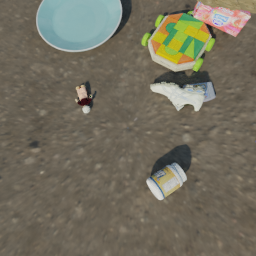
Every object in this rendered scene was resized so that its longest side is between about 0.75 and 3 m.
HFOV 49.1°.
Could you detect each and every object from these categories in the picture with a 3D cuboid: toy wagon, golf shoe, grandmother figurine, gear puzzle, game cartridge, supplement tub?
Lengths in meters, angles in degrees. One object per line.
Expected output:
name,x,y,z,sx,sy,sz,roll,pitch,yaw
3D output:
toy wagon,1.840,-3.136,9.426,2.094,0.534,2.699,29,71,11
golf shoe,1.434,-0.949,8.483,1.699,0.665,0.826,13,100,23
grandmother figurine,-1.349,-0.882,8.663,0.548,0.274,0.903,-20,70,16
gear puzzle,2.366,-3.605,7.497,2.500,1.295,0.327,25,100,33
game cartridge,2.243,-1.104,8.788,0.931,0.193,0.620,-8,64,-3
supplement tub,1.032,1.409,7.479,0.914,0.661,0.661,-32,71,-12

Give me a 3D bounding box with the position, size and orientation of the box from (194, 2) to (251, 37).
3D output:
box,3.088,-3.841,9.269,1.626,0.834,0.770,22,48,-7

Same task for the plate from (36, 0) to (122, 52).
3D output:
plate,-1.667,-3.842,9.700,2.984,0.381,2.984,-1,71,4
